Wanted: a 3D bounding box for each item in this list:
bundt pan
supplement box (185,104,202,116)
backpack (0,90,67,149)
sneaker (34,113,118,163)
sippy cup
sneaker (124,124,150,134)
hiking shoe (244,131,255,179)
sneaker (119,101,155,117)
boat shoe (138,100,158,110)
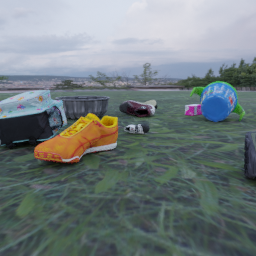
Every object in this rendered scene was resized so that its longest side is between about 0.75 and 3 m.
[{"bbox_3d":[-2.377,-1.105,14.899,2.880,1.081,2.880,-1,10,0],"label":"bundt pan"},{"bbox_3d":[3.762,-1.038,15.977,0.554,0.566,1.095,10,13,41],"label":"supplement box"},{"bbox_3d":[-3.009,-0.359,8.998,1.872,1.632,2.129,-12,6,11],"label":"backpack"},{"bbox_3d":[-1.318,0.207,7.468,1.072,1.133,2.937,9,15,28],"label":"sneaker"},{"bbox_3d":[4.389,-1.195,13.805,2.463,1.934,1.805,-5,18,26],"label":"sippy cup"},{"bbox_3d":[0.311,0.061,10.462,1.027,0.381,0.455,-4,6,37],"label":"sneaker"},{"bbox_3d":[3.304,0.522,6.050,1.300,0.978,2.582,3,9,33],"label":"hiking shoe"},{"bbox_3d":[0.340,-1.024,15.347,2.109,0.798,1.218,5,14,21],"label":"sneaker"},{"bbox_3d":[0.871,-1.254,17.244,1.916,0.701,0.600,-8,-30,16],"label":"boat shoe"}]
